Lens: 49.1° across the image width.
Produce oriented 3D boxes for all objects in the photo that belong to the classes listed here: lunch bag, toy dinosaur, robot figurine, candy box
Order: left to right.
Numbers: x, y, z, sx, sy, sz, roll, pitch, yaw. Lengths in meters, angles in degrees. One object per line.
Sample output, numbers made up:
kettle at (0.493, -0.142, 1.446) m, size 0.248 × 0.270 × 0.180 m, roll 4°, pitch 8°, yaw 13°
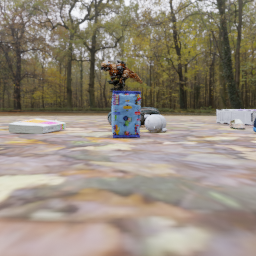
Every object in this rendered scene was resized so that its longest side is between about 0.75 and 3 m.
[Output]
toy dinosaur at (-0.358, -2.703, 14.762) m, size 2.387 × 1.620 × 1.219 m, roll 26°, pitch 31°, yaw -7°
lunch bag at (-0.115, -0.383, 7.856) m, size 0.745 × 1.192 × 1.584 m, roll 0°, pitch 3°, yaw -6°
robot figurine at (0.906, -0.149, 9.169) m, size 0.860 × 0.573 × 1.014 m, roll 37°, pitch 16°, yaw 17°
candy box at (6.318, -0.605, 15.289) m, size 1.878 × 0.801 × 2.239 m, roll -2°, pitch 4°, yaw -33°

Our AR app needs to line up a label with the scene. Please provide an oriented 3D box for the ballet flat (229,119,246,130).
ballet flat at (4.280, -0.155, 11.047) m, size 0.390 × 0.385 × 1.145 m, roll 0°, pitch 3°, yaw -4°

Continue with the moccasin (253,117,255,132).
moccasin at (4.809, -0.144, 8.513) m, size 1.873 × 0.639 × 0.754 m, roll 0°, pitch 3°, yaw -5°

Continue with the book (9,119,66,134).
book at (-2.952, -0.050, 9.347) m, size 1.159 × 0.417 × 1.734 m, roll 3°, pitch 5°, yaw 11°

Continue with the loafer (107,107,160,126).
loafer at (0.318, -0.364, 12.732) m, size 2.456 × 0.882 × 0.772 m, roll -5°, pitch 32°, yaw -9°
